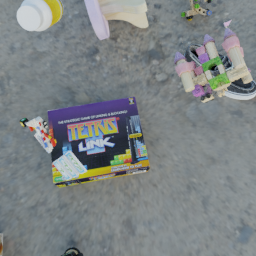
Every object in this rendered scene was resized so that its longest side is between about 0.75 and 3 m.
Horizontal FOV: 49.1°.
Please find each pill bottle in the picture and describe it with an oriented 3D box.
[{"bbox_3d":[-2.315,-3.053,7.404,0.829,0.829,1.481,9,33,3],"label":"pill bottle"}]

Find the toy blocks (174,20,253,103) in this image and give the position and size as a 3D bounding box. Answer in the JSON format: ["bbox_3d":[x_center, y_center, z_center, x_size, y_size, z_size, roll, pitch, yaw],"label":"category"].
[{"bbox_3d":[1.621,-1.292,5.415,1.215,1.300,1.094,-24,71,29],"label":"toy blocks"}]

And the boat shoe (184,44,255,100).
[{"bbox_3d":[3.092,-1.921,9.235,2.722,0.923,0.976,36,73,13],"label":"boat shoe"}]

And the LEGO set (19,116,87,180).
[{"bbox_3d":[-1.686,0.429,5.845,0.416,1.265,1.693,-41,96,-32],"label":"LEGO set"}]

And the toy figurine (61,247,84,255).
[{"bbox_3d":[-1.247,3.987,6.896,1.677,1.167,1.651,23,76,7],"label":"toy figurine"}]

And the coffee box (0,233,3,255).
[{"bbox_3d":[-3.767,3.789,6.853,0.885,1.270,2.220,-5,70,-3],"label":"coffee box"}]

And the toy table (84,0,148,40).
[{"bbox_3d":[-0.418,-4.347,9.433,1.736,2.725,2.964,-17,60,7],"label":"toy table"}]

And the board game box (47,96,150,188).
[{"bbox_3d":[-0.906,0.393,8.425,2.752,0.780,2.275,-10,70,-4],"label":"board game box"}]

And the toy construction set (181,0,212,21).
[{"bbox_3d":[2.373,-4.652,10.355,1.075,1.166,1.399,-19,49,6],"label":"toy construction set"}]
